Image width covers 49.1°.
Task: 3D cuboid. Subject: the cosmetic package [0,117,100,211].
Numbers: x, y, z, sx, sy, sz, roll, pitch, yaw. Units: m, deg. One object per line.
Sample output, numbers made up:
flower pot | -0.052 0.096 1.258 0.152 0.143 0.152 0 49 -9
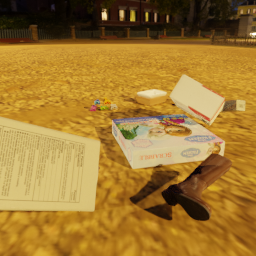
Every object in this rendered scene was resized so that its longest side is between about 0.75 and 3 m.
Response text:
cosmetic package | -1.408 0.519 3.666 0.744 1.101 2.092 -10 -21 42

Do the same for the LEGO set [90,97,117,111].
LEGO set | -0.920 -0.934 10.488 1.015 0.387 0.416 -4 37 -6

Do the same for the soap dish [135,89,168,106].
soap dish | 0.968 -1.248 11.446 1.103 0.448 0.868 -17 26 -38

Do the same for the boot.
boot | 1.387 0.895 4.732 1.386 0.445 1.291 -29 13 -19

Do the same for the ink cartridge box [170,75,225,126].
ink cartridge box | 2.026 -0.739 8.121 1.295 0.731 1.765 34 5 17

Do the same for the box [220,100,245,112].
box | 3.478 -0.733 9.483 0.421 0.345 0.887 3 -2 -24

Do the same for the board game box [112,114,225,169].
board game box | 0.914 0.234 7.411 2.296 0.472 2.290 -5 21 -14

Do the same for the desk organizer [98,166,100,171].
desk organizer | -0.963 1.035 5.275 0.414 0.445 1.155 -28 23 30
